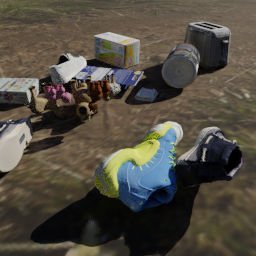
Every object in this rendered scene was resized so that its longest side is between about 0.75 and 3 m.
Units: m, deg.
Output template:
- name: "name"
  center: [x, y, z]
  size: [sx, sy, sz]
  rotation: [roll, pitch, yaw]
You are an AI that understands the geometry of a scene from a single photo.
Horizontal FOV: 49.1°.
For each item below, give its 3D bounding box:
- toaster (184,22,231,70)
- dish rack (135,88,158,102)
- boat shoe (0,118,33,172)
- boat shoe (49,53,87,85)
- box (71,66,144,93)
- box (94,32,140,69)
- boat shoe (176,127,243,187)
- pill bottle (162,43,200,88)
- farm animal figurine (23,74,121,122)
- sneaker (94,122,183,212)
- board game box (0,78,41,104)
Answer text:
- name: "toaster"
  center: [3.383, -3.678, 12.300]
  size: [1.391, 1.581, 2.448]
  rotation: [-15, 35, -24]
- name: "dish rack"
  center: [0.635, -1.175, 9.614]
  size: [0.682, 0.173, 0.794]
  rotation: [11, 35, 16]
- name: "boat shoe"
  center: [-3.029, 0.393, 6.656]
  size: [0.939, 0.756, 2.024]
  rotation: [-4, 23, 4]
- name: "boat shoe"
  center: [-2.375, -2.470, 10.918]
  size: [0.889, 0.846, 2.470]
  rotation: [-7, 30, 25]
- name: "box"
  center: [-0.723, -1.827, 10.437]
  size: [2.391, 0.387, 1.448]
  rotation: [8, 33, 14]
- name: "box"
  center: [-0.508, -3.462, 12.409]
  size: [1.936, 1.089, 0.981]
  rotation: [27, 41, 36]
- name: "boat shoe"
  center: [1.930, 0.518, 5.833]
  size: [1.038, 0.836, 2.239]
  rotation: [-13, 15, 38]
- name: "pill bottle"
  center: [2.095, -2.521, 10.748]
  size: [1.250, 1.250, 2.353]
  rotation: [9, 32, 14]
- name: "farm animal figurine"
  center: [-1.509, -0.815, 8.228]
  size: [2.296, 1.197, 2.271]
  rotation: [-1, 19, 12]
- name: "sneaker"
  center: [0.612, 0.848, 5.846]
  size: [1.390, 1.002, 2.645]
  rotation: [40, 49, 24]
- name: "board game box"
  center: [-3.887, -1.277, 9.480]
  size: [1.510, 0.485, 1.114]
  rotation: [2, 33, 6]
